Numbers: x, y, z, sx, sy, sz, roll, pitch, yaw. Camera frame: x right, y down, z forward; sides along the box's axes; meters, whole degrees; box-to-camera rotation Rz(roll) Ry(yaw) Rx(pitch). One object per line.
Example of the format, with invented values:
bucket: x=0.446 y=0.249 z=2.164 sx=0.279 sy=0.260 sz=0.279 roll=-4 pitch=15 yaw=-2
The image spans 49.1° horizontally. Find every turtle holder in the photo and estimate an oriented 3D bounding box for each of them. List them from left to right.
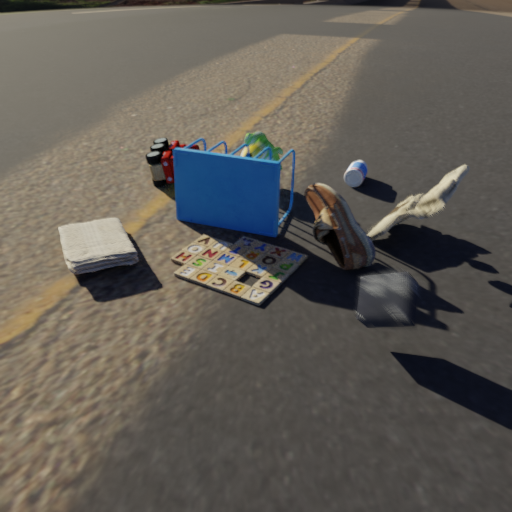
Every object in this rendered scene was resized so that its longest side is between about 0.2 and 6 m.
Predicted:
turtle holder: x=0.091 y=-2.453 z=14.139 sx=0.947 sy=1.334 sz=1.013 roll=-40 pitch=79 yaw=-24

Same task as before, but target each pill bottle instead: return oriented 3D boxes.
pill bottle: x=2.659 y=-2.201 z=14.778 sx=0.505 sy=0.505 sz=0.901 roll=12 pitch=33 yaw=19

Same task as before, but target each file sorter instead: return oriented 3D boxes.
file sorter: x=-0.448 y=-1.665 z=12.799 sx=2.437 sy=1.691 sz=1.495 roll=11 pitch=29 yaw=17

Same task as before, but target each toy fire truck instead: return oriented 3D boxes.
toy fire truck: x=-1.825 y=-2.465 z=14.871 sx=1.802 sy=1.159 sz=1.586 roll=-8 pitch=30 yaw=7

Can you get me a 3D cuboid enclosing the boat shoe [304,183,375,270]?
boat shoe: x=1.537 y=-0.610 z=11.344 sx=0.774 sy=0.816 sz=2.155 roll=-22 pitch=59 yaw=-20

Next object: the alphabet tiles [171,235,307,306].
alphabet tiles: x=-0.441 y=0.130 z=11.300 sx=2.353 sy=0.089 sz=1.967 roll=18 pitch=36 yaw=26

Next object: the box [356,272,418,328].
box: x=2.112 y=0.723 z=9.037 sx=0.838 sy=0.436 sz=0.763 roll=-7 pitch=58 yaw=36

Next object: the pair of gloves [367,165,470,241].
pair of gloves: x=3.415 y=-1.016 z=11.843 sx=1.789 sy=0.369 sz=2.104 roll=-39 pitch=4 yaw=-40

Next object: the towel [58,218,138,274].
towel: x=-3.307 y=-0.232 z=11.631 sx=1.361 sy=0.354 sz=2.053 roll=-11 pitch=30 yaw=-20
